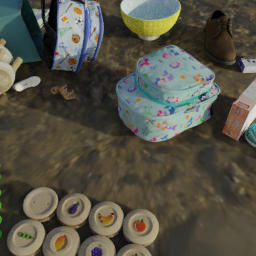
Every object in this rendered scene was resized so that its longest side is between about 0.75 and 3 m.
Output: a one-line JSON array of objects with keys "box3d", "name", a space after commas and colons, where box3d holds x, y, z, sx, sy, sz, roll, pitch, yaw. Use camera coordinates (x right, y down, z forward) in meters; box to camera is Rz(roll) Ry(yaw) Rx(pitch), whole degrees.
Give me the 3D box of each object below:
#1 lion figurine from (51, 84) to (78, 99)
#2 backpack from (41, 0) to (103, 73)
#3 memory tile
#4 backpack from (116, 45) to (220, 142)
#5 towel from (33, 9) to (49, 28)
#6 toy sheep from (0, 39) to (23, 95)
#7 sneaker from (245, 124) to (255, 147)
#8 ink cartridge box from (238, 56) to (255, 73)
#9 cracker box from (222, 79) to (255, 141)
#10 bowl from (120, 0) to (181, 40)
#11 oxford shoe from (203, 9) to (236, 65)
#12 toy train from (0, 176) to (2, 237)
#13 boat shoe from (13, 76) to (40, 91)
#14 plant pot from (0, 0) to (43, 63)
[{"box3d": [-1.914, -1.050, 8.391, 0.762, 0.276, 0.467, 33, 45, 23], "name": "lion figurine"}, {"box3d": [-1.861, -3.005, 8.992, 1.970, 2.557, 2.435, 5, 51, -13], "name": "backpack"}, {"box3d": [-0.972, 2.402, 5.519, 2.997, 0.252, 2.297, 10, 49, 9], "name": "memory tile"}, {"box3d": [0.949, -0.887, 7.446, 2.454, 1.848, 2.179, -29, 54, -17], "name": "backpack"}, {"box3d": [-4.462, -4.505, 11.473, 2.215, 0.340, 1.652, 11, 49, 9], "name": "towel"}, {"box3d": [-4.168, -1.887, 8.316, 1.675, 1.675, 2.430, -30, 57, -23], "name": "toy sheep"}, {"box3d": [3.622, 0.418, 7.038, 0.550, 0.565, 1.418, -37, 59, -27], "name": "sneaker"}, {"box3d": [4.415, -2.158, 9.474, 1.211, 0.268, 0.569, -2, 50, -2], "name": "ink cartridge box"}, {"box3d": [3.269, -0.600, 7.540, 0.487, 1.131, 1.689, 33, 57, 25], "name": "cracker box"}, {"box3d": [0.803, -4.030, 10.488, 2.195, 1.181, 2.195, 0, 48, 0], "name": "bowl"}, {"box3d": [3.213, -3.270, 9.871, 1.000, 1.161, 2.751, 0, 50, -3], "name": "oxford shoe"}, {"box3d": [-3.171, 1.541, 6.165, 0.616, 0.456, 2.184, -20, 51, -3], "name": "toy train"}, {"box3d": [-3.157, -1.385, 8.716, 0.294, 0.309, 0.859, 22, 48, 39], "name": "boat shoe"}, {"box3d": [-4.423, -3.220, 9.484, 2.485, 1.757, 1.756, -12, 50, -1], "name": "plant pot"}]
